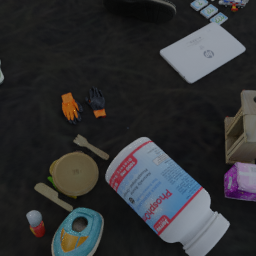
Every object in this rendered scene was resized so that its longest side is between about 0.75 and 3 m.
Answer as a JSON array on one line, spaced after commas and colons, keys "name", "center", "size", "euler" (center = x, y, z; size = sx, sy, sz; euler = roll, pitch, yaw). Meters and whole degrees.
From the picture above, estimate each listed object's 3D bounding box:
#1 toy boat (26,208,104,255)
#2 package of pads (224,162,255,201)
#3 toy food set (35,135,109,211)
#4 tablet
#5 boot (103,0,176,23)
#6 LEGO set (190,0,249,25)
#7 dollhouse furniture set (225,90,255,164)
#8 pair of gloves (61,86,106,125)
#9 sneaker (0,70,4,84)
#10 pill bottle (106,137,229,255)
[{"name": "toy boat", "center": [-1.473, 2.329, 6.314], "size": [1.722, 0.800, 1.448], "euler": [8, 41, 13]}, {"name": "package of pads", "center": [3.376, 1.381, 6.752], "size": [1.858, 1.120, 0.703], "euler": [7, 62, 3]}, {"name": "toy food set", "center": [-1.400, 1.188, 7.343], "size": [1.268, 0.369, 1.837], "euler": [32, 61, 8]}, {"name": "tablet", "center": [2.505, -2.588, 9.369], "size": [2.503, 0.171, 1.629], "euler": [-32, 67, -15]}, {"name": "boot", "center": [0.597, -4.907, 10.164], "size": [2.630, 0.962, 1.980], "euler": [12, 64, 13]}, {"name": "LEGO set", "center": [3.455, -4.690, 10.318], "size": [1.852, 0.455, 1.384], "euler": [-37, 70, -16]}, {"name": "dollhouse furniture set", "center": [3.775, 0.113, 7.204], "size": [2.099, 1.480, 1.471], "euler": [6, 63, 3]}, {"name": "pair of gloves", "center": [-1.324, -0.695, 8.384], "size": [1.294, 0.160, 1.153], "euler": [-14, 63, -8]}, {"name": "sneaker", "center": [-4.365, -2.066, 8.794], "size": [0.597, 0.688, 1.554], "euler": [-26, 65, -13]}, {"name": "pill bottle", "center": [0.873, 1.584, 6.446], "size": [1.472, 1.472, 2.706], "euler": [-41, 69, -19]}]
